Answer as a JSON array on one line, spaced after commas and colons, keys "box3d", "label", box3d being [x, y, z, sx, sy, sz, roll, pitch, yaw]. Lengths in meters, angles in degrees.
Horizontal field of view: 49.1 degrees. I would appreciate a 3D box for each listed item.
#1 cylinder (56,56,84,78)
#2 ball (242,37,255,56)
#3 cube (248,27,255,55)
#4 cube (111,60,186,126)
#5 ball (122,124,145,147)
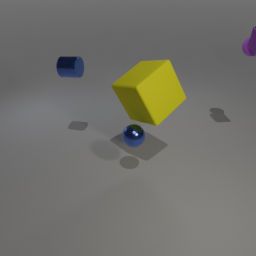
[{"box3d": [-1.931, -2.049, 9.421, 0.700, 0.700, 0.700, 4, 29, 16], "label": "cylinder"}, {"box3d": [4.607, -3.018, 10.390, 0.700, 0.700, 0.700, 0, 29, 0], "label": "ball"}, {"box3d": [4.570, -2.927, 9.368, 0.700, 0.700, 0.700, -6, 46, -5], "label": "cube"}, {"box3d": [0.637, -1.109, 8.602, 1.400, 1.400, 1.400, -42, 29, -20], "label": "cube"}, {"box3d": [0.174, 0.233, 8.442, 0.700, 0.700, 0.700, 0, 29, 0], "label": "ball"}]
